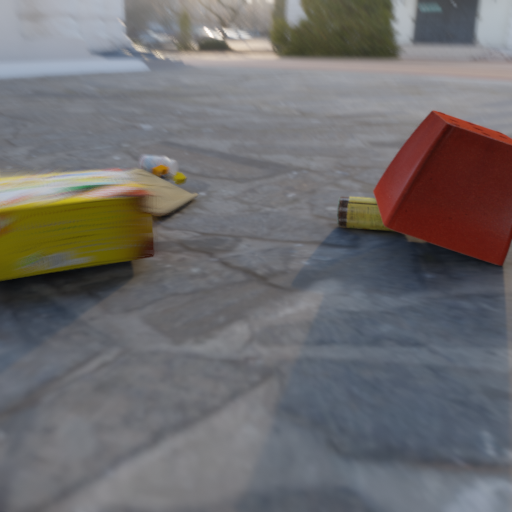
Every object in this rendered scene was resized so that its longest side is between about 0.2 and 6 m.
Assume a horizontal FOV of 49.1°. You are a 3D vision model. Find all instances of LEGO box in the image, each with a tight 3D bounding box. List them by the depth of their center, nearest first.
[{"bbox_3d":[-3.127,-0.555,8.565,2.666,1.029,1.985,-10,23,-25],"label":"LEGO box"}]

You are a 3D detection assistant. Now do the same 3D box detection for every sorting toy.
[{"bbox_3d":[-2.020,-1.333,11.255,1.564,0.281,2.099,23,27,13],"label":"sorting toy"}]

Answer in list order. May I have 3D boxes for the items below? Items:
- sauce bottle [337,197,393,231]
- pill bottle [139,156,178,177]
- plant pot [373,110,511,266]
[{"bbox_3d":[2.288,-0.701,9.712,1.742,0.564,0.564,7,25,12],"label":"sauce bottle"},{"bbox_3d":[-2.257,-2.069,12.961,0.821,0.446,0.446,9,25,19],"label":"pill bottle"},{"bbox_3d":[3.144,-1.220,8.870,1.921,1.694,1.923,18,25,-2],"label":"plant pot"}]
